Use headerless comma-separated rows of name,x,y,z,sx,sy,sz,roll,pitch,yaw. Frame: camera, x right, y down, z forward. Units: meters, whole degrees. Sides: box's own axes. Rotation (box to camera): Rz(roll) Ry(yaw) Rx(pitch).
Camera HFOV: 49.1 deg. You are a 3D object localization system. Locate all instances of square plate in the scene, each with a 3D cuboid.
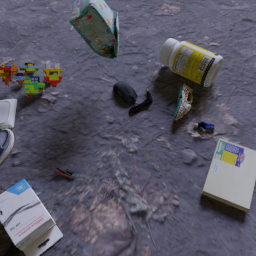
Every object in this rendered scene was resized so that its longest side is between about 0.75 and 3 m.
square plate,-5.539,-0.593,11.698,1.607,0.229,1.592,-6,55,-4

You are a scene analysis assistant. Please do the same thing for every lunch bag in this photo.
lunch bag,-1.086,-4.080,11.178,1.409,2.310,1.968,-28,40,23

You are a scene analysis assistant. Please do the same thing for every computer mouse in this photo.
computer mouse,0.243,-1.592,12.285,1.328,0.435,1.891,-25,58,-16

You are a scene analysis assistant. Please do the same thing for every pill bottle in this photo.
pill bottle,2.796,-3.023,12.690,2.570,1.469,1.469,31,60,20

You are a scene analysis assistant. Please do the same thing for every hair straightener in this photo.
hair straightener,-2.222,1.599,10.141,0.871,0.178,0.335,18,56,12

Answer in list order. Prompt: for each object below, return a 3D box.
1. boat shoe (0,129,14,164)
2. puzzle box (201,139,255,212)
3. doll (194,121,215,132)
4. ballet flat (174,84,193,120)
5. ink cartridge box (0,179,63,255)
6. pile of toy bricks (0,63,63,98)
boat shoe,-4.999,0.801,10.143,0.888,1.102,2.377,9,55,7
puzzle box,3.745,1.602,10.058,1.593,0.304,2.395,21,57,15
doll,3.089,-0.069,11.333,0.812,0.197,0.554,7,54,4
ballet flat,2.391,-1.087,11.789,0.612,0.724,1.914,17,58,1
ink cartridge box,-3.209,2.877,8.870,1.275,0.746,2.198,-36,62,-23
pile of toy bricks,-4.273,-1.989,12.240,2.663,1.477,1.315,-5,81,-23
